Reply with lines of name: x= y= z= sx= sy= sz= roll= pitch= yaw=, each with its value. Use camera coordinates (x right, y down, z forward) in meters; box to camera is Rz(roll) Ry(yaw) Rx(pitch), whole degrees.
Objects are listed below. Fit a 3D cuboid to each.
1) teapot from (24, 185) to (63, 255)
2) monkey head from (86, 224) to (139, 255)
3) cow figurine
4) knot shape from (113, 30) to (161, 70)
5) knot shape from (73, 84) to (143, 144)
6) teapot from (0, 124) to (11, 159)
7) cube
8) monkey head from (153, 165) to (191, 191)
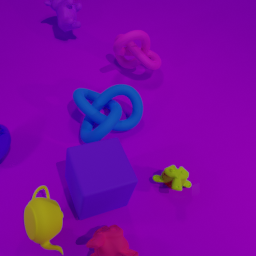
teapot: x=-1.780 y=2.032 z=6.122 sx=0.763 sy=0.969 sz=1.559 roll=-3 pitch=69 yaw=-39
monkey head: x=-0.441 y=2.475 z=5.779 sx=1.239 sy=0.891 sz=0.747 roll=-16 pitch=86 yaw=29
cow figurine: x=-2.421 y=-4.274 z=10.352 sx=1.515 sy=0.845 sz=1.540 roll=0 pitch=89 yaw=36
knot shape: x=0.122 y=-2.477 z=9.075 sx=1.682 sy=1.798 sz=0.831 roll=15 pitch=80 yaw=48
knot shape: x=-0.703 y=-0.371 z=7.927 sx=2.062 sy=0.953 sz=1.929 roll=13 pitch=55 yaw=12
teapot: x=-3.508 y=0.379 z=7.022 sx=0.824 sy=1.682 sz=1.046 roll=21 pitch=41 yaw=9
cube: x=-0.680 y=1.167 z=6.515 sx=1.251 sy=1.251 sz=1.251 roll=-11 pitch=54 yaw=-23
monkey head: x=1.143 y=1.314 z=6.923 sx=1.016 sy=0.612 sz=0.731 roll=11 pitch=48 yaw=-3
